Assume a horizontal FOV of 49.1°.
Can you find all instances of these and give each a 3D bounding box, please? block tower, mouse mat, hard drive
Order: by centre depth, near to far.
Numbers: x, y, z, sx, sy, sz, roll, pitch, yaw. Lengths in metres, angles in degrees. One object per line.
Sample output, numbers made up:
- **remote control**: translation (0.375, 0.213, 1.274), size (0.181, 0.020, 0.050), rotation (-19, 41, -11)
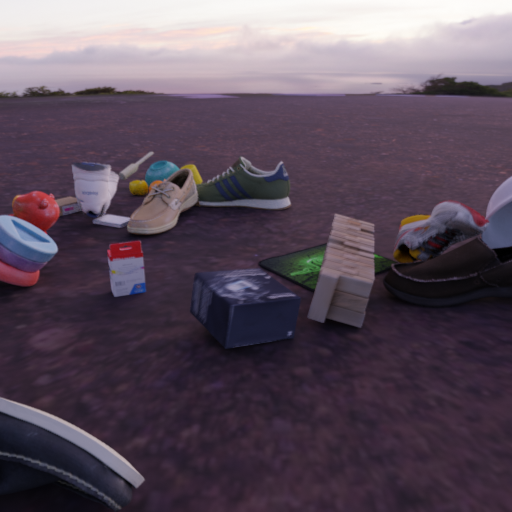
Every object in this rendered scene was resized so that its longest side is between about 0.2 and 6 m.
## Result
- **block tower**: translation (1.439, 0.162, 8.989), size (0.817, 0.763, 2.825), rotation (15, 24, 8)
- **mouse mat**: translation (1.339, 0.146, 10.317), size (2.157, 0.081, 1.736), rotation (-14, 25, -35)
- **hard drive**: translation (-3.243, -0.794, 12.763), size (0.783, 0.105, 0.517), rotation (10, 23, 24)

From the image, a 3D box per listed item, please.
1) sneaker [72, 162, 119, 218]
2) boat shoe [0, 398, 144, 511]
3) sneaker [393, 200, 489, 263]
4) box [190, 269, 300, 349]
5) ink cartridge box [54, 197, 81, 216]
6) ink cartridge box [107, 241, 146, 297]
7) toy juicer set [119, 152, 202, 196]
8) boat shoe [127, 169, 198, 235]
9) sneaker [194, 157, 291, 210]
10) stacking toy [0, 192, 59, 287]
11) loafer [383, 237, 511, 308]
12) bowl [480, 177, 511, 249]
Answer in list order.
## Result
- **sneaker**: translation (-3.746, -1.461, 12.846), size (1.003, 1.172, 2.691), rotation (3, 3, -7)
- **boat shoe**: translation (-2.507, 1.782, 4.999), size (3.127, 1.123, 1.057), rotation (12, 57, 13)
- **sneaker**: translation (3.128, -0.293, 9.606), size (0.824, 0.869, 2.116), rotation (30, -19, -10)
- **box**: translation (-0.168, 0.687, 7.777), size (1.102, 0.658, 1.121), rotation (-4, 23, -33)
- **ink cartridge box**: translation (-4.648, -1.208, 13.625), size (0.588, 0.268, 0.713), rotation (18, 27, 37)
- **ink cartridge box**: translation (-2.103, 0.168, 9.059), size (0.523, 0.900, 0.303), rotation (-8, 22, -20)
- **toy juicer set**: translation (-2.857, -2.101, 15.626), size (1.695, 0.725, 2.664), rotation (-34, 38, -27)
- **boat shoe**: translation (-2.112, -1.264, 12.705), size (0.965, 0.869, 2.674), rotation (9, 29, 18)
- **sneaker**: translation (-0.480, -1.884, 14.036), size (2.754, 1.236, 0.923), rotation (4, 21, 12)
- **stacking toy**: translation (-4.481, -0.701, 9.663), size (2.283, 1.065, 2.522), rotation (31, 10, -27)
- **loafer**: translation (3.364, 0.139, 8.881), size (2.715, 0.969, 0.991), rotation (-5, 21, 1)
- **bowl**: translation (5.047, -0.884, 9.615), size (2.365, 2.365, 1.063), rotation (3, 59, 7)
